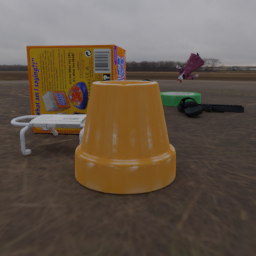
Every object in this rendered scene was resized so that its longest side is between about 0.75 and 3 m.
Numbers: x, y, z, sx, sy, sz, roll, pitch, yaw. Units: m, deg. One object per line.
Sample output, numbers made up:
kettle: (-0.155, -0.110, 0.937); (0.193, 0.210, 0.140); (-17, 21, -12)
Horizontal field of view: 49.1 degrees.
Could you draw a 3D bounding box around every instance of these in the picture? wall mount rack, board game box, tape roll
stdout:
wall mount rack: (-1.777, 0.096, 8.083); (2.742, 1.022, 2.382); (2, 16, 7)
board game box: (-1.688, -1.515, 10.551); (2.938, 2.940, 2.938); (1, 12, 6)
tape roll: (3.091, -1.806, 17.267); (2.723, 0.655, 2.723); (0, 12, 0)

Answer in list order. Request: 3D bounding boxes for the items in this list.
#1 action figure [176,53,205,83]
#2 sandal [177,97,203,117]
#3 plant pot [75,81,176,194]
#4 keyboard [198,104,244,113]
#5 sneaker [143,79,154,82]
action figure: (2.394, -2.389, 11.264); (0.905, 1.351, 1.006); (40, 9, -9)
sandal: (3.013, -1.139, 13.681); (0.969, 0.617, 2.577); (-20, 14, 1)
plant pot: (-0.052, 0.024, 5.870); (2.142, 1.961, 2.142); (0, 12, 0)
keyboard: (4.526, -1.101, 14.770); (2.929, 0.376, 1.759); (3, 13, 17)
sneaker: (0.779, -1.560, 13.749); (1.059, 1.621, 2.898); (5, 13, 11)
